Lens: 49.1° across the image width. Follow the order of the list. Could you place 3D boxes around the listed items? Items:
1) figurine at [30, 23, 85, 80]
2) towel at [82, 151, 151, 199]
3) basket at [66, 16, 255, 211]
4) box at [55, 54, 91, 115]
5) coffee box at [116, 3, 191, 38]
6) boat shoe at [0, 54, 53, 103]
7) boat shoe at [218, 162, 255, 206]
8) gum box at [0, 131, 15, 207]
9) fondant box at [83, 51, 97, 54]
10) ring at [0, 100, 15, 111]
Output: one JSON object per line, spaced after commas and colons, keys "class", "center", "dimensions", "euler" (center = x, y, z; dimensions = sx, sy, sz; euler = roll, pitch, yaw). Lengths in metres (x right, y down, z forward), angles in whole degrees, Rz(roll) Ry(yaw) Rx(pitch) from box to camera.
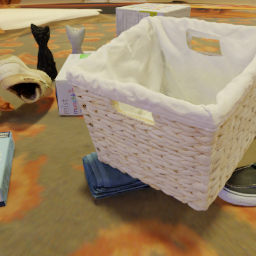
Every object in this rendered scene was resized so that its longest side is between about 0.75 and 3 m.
{"class": "figurine", "center": [-2.638, -3.024, 11.161], "dimensions": [2.274, 2.219, 0.979], "euler": [3, 37, 4]}
{"class": "towel", "center": [0.217, 0.819, 6.069], "dimensions": [2.252, 0.546, 1.257], "euler": [-10, 30, -16]}
{"class": "basket", "center": [0.894, -0.503, 5.149], "dimensions": [2.680, 2.175, 2.705], "euler": [21, 49, 33]}
{"class": "box", "center": [-1.020, -1.535, 9.556], "dimensions": [2.339, 1.282, 2.651], "euler": [1, 31, -1]}
{"class": "coffee box", "center": [1.156, -4.367, 13.270], "dimensions": [2.556, 2.585, 2.581], "euler": [19, 34, 31]}
{"class": "boat shoe", "center": [-3.058, -1.239, 8.548], "dimensions": [1.052, 0.987, 2.853], "euler": [-25, -10, 8]}
{"class": "boat shoe", "center": [3.023, 0.897, 5.702], "dimensions": [2.638, 0.747, 0.905], "euler": [-7, 30, -12]}
{"class": "gum box", "center": [-3.519, 0.895, 5.965], "dimensions": [1.874, 0.491, 2.205], "euler": [-7, 30, -13]}
{"class": "fondant box", "center": [-1.511, -2.899, 12.373], "dimensions": [1.263, 0.911, 0.368], "euler": [-4, 29, -7]}
{"class": "ring", "center": [-4.761, -0.982, 8.409], "dimensions": [2.609, 0.250, 2.609], "euler": [17, 5, -2]}
